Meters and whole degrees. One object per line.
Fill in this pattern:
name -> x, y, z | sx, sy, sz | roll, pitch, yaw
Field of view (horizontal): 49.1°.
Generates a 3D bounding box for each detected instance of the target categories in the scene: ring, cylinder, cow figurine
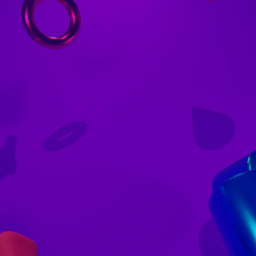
ring -> -1.674, -2.425, 6.209 | 1.321, 1.321, 0.264 | -36, 26, -19
cylinder -> 2.339, 1.096, 5.297 | 1.058, 1.058, 1.058 | 13, 55, -19
cow figurine -> -1.412, 1.504, 2.623 | 1.188, 0.663, 1.207 | 16, 65, 44
cylinder -> 1.832, 1.349, 3.774 | 1.144, 1.144, 1.144 | -8, 39, -5

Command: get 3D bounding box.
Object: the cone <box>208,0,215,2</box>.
cone -> 2.272, -3.282, 6.289 | 1.346, 1.351, 1.346 | 8, 71, -25
